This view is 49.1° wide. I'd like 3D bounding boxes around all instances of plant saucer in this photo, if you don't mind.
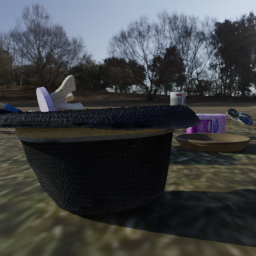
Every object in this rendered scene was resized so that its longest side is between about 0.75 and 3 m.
[{"bbox_3d":[1.895,0.308,6.339,1.626,0.239,1.626,-1,5,0],"label":"plant saucer"}]

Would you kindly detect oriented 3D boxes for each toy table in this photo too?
[{"bbox_3d":[-2.581,-0.910,10.687,1.320,2.072,2.254,-15,41,-22],"label":"toy table"}]

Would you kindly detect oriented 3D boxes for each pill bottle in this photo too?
[{"bbox_3d":[2.898,-1.302,16.251,0.871,1.529,0.871,0,5,0],"label":"pill bottle"}]

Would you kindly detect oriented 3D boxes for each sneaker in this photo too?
[{"bbox_3d":[4.666,-0.449,11.719,1.133,0.437,0.483,34,-4,18],"label":"sneaker"}]

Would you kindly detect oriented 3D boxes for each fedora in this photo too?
[{"bbox_3d":[-0.335,0.278,2.828,2.085,0.952,2.085,-3,3,0],"label":"fedora"}]

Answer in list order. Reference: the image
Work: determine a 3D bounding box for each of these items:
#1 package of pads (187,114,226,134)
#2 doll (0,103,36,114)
[{"bbox_3d":[2.259,-0.075,8.044,1.104,0.665,0.418,-1,5,-11],"label":"package of pads"},{"bbox_3d":[-4.005,-0.311,9.343,2.186,0.530,1.491,-5,-32,9],"label":"doll"}]
